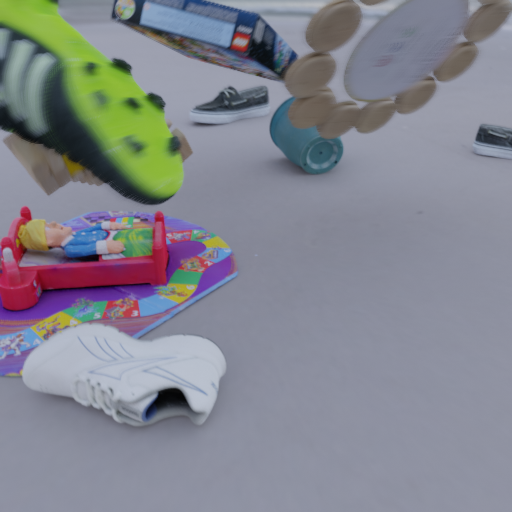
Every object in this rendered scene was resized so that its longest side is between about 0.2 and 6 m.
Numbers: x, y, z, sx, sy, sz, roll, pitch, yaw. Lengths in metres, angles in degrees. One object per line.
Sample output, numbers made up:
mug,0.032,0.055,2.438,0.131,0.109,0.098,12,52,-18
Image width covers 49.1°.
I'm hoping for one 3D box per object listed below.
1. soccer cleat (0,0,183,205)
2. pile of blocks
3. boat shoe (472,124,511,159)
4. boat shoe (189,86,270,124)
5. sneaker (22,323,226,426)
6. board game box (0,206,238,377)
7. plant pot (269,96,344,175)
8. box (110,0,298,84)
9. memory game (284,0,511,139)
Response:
soccer cleat,-1.825,-1.428,5.174,3.094,1.254,1.044,48,30,16
pile of blocks,-1.904,-1.536,7.039,0.934,1.234,3.005,47,21,9
boat shoe,6.365,-2.713,13.254,2.269,0.805,0.818,7,29,13
boat shoe,-0.792,-4.528,16.529,2.725,0.966,0.982,-21,34,-34
sneaker,-1.397,1.264,5.791,2.127,0.792,0.926,0,33,2
board game box,-2.577,-0.092,8.169,3.710,0.914,4.696,19,34,33
plant pot,1.236,-2.615,12.516,1.519,1.519,1.427,-9,43,-16
box,-0.699,-3.817,9.884,2.294,0.633,3.359,18,13,11
memory game,2.253,-3.268,8.612,4.078,4.078,0.260,-15,65,-27
